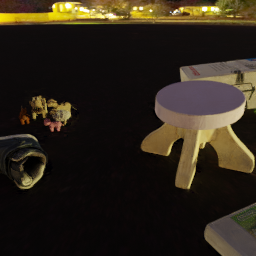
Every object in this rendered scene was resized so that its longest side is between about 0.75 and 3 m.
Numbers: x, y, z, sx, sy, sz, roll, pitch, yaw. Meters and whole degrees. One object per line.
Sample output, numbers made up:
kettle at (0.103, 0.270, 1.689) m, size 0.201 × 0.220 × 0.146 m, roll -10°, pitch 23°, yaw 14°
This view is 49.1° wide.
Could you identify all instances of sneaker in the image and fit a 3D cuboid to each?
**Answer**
sneaker at (-2.329, 0.616, 4.871) m, size 1.821 × 0.692 × 1.315 m, roll -13°, pitch 24°, yaw -29°

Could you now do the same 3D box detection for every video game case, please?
video game case at (2.744, 1.538, 3.302) m, size 2.677 × 0.295 × 2.437 m, roll -12°, pitch 27°, yaw -26°

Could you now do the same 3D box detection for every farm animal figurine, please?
farm animal figurine at (-2.135, -0.499, 7.356) m, size 1.394 × 0.701 × 1.126 m, roll 10°, pitch 26°, yaw 20°

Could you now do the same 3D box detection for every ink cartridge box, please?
ink cartridge box at (2.968, -1.283, 8.218) m, size 2.611 × 1.100 × 1.906 m, roll -6°, pitch 21°, yaw 6°

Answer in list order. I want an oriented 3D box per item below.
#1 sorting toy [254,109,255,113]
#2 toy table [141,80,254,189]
sorting toy at (3.833, -0.498, 7.802) m, size 0.497 × 0.340 × 0.828 m, roll 6°, pitch 24°, yaw 13°
toy table at (1.305, 0.006, 5.371) m, size 2.214 × 1.410 × 2.408 m, roll 16°, pitch 28°, yaw 31°
